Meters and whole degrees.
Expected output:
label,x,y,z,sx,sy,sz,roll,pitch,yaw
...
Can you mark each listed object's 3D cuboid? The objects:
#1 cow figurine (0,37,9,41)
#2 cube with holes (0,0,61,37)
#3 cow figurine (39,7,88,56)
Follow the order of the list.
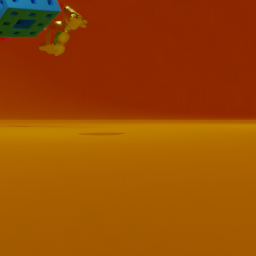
label,x,y,z,sx,sy,sz,roll,pitch,yaw
cow figurine,-3.765,-3.283,8.534,1.303,0.727,1.325,-38,-14,33
cube with holes,-2.565,-2.940,6.344,1.263,1.263,1.263,-19,1,43
cow figurine,-2.347,-3.458,10.176,1.693,1.720,0.944,11,2,26
